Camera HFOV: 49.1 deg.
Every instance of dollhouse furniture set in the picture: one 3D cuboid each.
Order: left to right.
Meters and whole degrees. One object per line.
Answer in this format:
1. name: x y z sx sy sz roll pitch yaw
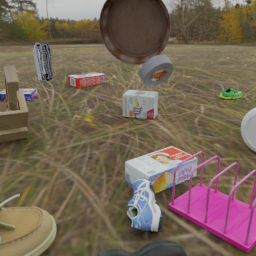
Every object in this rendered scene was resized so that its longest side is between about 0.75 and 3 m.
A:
1. dollhouse furniture set: -3.964 -0.632 8.160 1.643 1.918 2.017 -10 62 -25

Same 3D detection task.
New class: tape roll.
1. tape roll: 0.999 -1.996 9.863 1.205 1.205 0.398 -12 62 -30

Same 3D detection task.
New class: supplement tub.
1. supplement tub: 4.071 -0.129 7.685 1.341 1.341 1.911 17 27 38

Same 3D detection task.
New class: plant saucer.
1. plant saucer: 0.261 -3.604 9.980 2.651 2.651 0.457 7 28 19

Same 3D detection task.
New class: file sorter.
1. file sorter: 1.648 1.131 4.892 1.057 0.954 1.520 -19 28 -40

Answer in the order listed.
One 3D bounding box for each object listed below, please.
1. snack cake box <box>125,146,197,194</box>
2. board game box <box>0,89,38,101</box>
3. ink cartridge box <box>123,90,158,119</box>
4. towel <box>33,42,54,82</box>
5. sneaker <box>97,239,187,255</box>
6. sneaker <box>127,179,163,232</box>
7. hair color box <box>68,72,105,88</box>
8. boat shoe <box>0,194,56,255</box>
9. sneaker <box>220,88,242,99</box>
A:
1. snack cake box: 0.738 0.902 6.172 1.430 0.480 0.822 -14 23 -33
2. board game box: -5.044 -1.541 12.898 1.462 0.327 0.983 0 21 -1
3. ink cartridge box: 0.457 -0.881 10.375 1.184 0.860 0.856 6 21 15
4. towel: -2.987 -2.331 10.042 0.569 1.330 1.101 -12 12 -21
5. sneaker: 0.194 1.893 3.714 1.274 0.484 0.578 -10 31 -7
6. sneaker: 0.225 1.323 5.031 0.503 0.495 1.307 0 19 -10
7. hair color box: -2.298 -2.705 15.652 1.820 0.582 1.009 -16 25 -40
8. boat shoe: -2.524 1.536 3.818 2.999 0.940 1.099 -8 22 -21
9. sneaker: 4.765 -1.595 12.819 1.159 0.485 0.429 -6 21 -18
